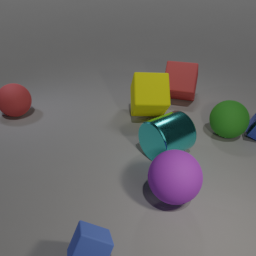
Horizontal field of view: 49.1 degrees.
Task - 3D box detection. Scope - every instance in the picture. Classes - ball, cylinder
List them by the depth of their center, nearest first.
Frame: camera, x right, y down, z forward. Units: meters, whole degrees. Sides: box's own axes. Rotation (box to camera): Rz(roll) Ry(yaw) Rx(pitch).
[{"bbox_3d":[1.210,1.258,7.227,1.400,1.400,1.400,0,30,0],"label":"ball"},{"bbox_3d":[1.299,0.266,9.337,1.400,1.400,1.400,-21,36,-31],"label":"cylinder"},{"bbox_3d":[3.734,-0.325,10.345,1.400,1.400,1.400,0,30,0],"label":"ball"},{"bbox_3d":[-4.808,-1.177,11.834,1.400,1.400,1.400,0,30,0],"label":"ball"}]

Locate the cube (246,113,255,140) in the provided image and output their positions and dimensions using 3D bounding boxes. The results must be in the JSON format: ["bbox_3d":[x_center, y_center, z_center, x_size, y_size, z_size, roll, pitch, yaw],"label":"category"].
[{"bbox_3d":[4.837,0.008,10.295,0.700,0.700,0.700,27,32,-2],"label":"cube"}]

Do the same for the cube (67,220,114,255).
[{"bbox_3d":[-0.770,2.404,5.626,0.700,0.700,0.700,23,0,-13],"label":"cube"}]

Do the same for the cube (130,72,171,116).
[{"bbox_3d":[0.875,-1.347,11.518,1.400,1.400,1.400,1,74,-6],"label":"cube"}]

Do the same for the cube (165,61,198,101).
[{"bbox_3d":[2.466,-2.163,13.047,1.400,1.400,1.400,9,-7,14],"label":"cube"}]
